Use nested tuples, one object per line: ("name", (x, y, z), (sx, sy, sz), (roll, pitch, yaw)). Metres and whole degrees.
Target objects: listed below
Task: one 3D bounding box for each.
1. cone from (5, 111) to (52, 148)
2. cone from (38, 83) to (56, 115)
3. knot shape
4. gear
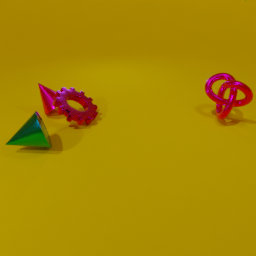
("cone", (-2.735, 0.235, 7.438), (1.070, 1.066, 1.066), (-22, 36, -9))
("cone", (-2.636, -1.089, 9.168), (0.942, 0.946, 0.942), (-34, 15, 10))
("knot shape", (3.021, -0.913, 8.667), (0.680, 1.378, 1.472), (-11, 33, -37))
("gear", (-1.643, -0.706, 8.850), (1.428, 0.264, 1.428), (25, 36, -19))
